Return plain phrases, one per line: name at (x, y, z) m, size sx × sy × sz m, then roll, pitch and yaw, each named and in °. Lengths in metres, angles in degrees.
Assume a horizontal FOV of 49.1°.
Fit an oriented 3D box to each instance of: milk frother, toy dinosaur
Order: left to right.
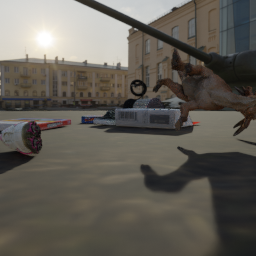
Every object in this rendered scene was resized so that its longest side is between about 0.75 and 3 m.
milk frother at (0.758, -1.303, 12.925) m, size 1.620 × 1.795 × 1.688 m, roll -30°, pitch 22°, yaw -36°
toy dinosaur at (1.742, -0.751, 5.954) m, size 1.896 × 1.201 × 2.797 m, roll 8°, pitch 30°, yaw -21°

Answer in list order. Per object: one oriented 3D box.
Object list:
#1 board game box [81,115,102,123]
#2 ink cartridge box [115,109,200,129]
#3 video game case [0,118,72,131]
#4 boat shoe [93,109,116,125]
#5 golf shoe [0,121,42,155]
board game box at (-1.045, -0.374, 11.720) m, size 1.598 × 0.275 × 1.082 m, roll 0°, pitch 4°, yaw 4°
ink cartridge box at (1.133, -0.393, 9.692) m, size 2.110 × 0.623 × 2.636 m, roll 2°, pitch 6°, yaw 32°
video game case at (-3.011, -0.124, 8.511) m, size 1.734 × 0.212 × 2.426 m, roll 2°, pitch 6°, yaw 13°
boat shoe at (-0.608, -0.390, 10.071) m, size 0.565 × 0.556 × 1.568 m, roll 4°, pitch 6°, yaw 43°
golf shoe at (-1.465, 0.163, 3.801) m, size 0.557 × 0.439 × 1.209 m, roll -6°, pitch -3°, yaw -16°
